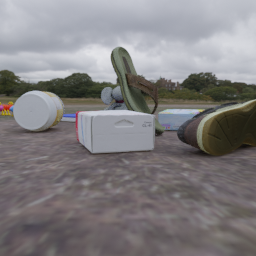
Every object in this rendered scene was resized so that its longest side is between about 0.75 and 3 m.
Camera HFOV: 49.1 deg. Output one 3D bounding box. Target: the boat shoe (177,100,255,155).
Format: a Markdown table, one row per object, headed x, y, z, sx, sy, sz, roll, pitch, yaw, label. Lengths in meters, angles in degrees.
| x | y | z | sx | sy | sz | roll | pitch | yaw | label |
| --- | --- | --- | --- | --- | --- | --- | --- | --- | --- |
| 1.825 | -0.088 | 4.958 | 2.427 | 0.867 | 0.798 | -11 | 16 | -41 | boat shoe |

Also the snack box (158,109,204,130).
| x | y | z | sx | sy | sz | roll | pitch | yaw | label |
| --- | --- | --- | --- | --- | --- | --- | --- | --- | --- |
| 1.640 | -0.255 | 8.163 | 1.292 | 0.519 | 1.532 | 2 | 7 | 18 | snack box |

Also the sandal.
| x | y | z | sx | sy | sz | roll | pitch | yaw | label |
| --- | --- | --- | --- | --- | --- | --- | --- | --- | --- |
| 0.292 | -1.011 | 6.823 | 0.723 | 2.533 | 1.006 | -28 | -16 | 23 | sandal |

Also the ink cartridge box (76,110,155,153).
| x | y | z | sx | sy | sz | roll | pitch | yaw | label |
| --- | --- | --- | --- | --- | --- | --- | --- | --- | --- |
| -0.301 | 0.011 | 5.069 | 1.091 | 0.633 | 1.478 | -2 | 8 | -18 | ink cartridge box |

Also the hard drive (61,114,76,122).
| x | y | z | sx | sy | sz | roll | pitch | yaw | label |
| --- | --- | --- | --- | --- | --- | --- | --- | --- | --- |
| -1.551 | -0.385 | 10.911 | 2.070 | 0.263 | 1.366 | 4 | 7 | 36 | hard drive |

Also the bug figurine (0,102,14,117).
| x | y | z | sx | sy | sz | roll | pitch | yaw | label |
| --- | --- | --- | --- | --- | --- | --- | --- | --- | --- |
| -6.470 | -0.970 | 14.419 | 2.237 | 0.742 | 2.885 | -6 | 8 | -44 | bug figurine |

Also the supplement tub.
| x | y | z | sx | sy | sz | roll | pitch | yaw | label |
| --- | --- | --- | --- | --- | --- | --- | --- | --- | --- |
| -2.420 | -0.473 | 7.700 | 1.074 | 1.074 | 1.488 | 0 | 6 | 0 | supplement tub |

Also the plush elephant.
| x | y | z | sx | sy | sz | roll | pitch | yaw | label |
| --- | --- | --- | --- | --- | --- | --- | --- | --- | --- |
| -0.292 | -1.168 | 12.274 | 1.647 | 1.549 | 2.000 | 0 | 6 | 5 | plush elephant |
